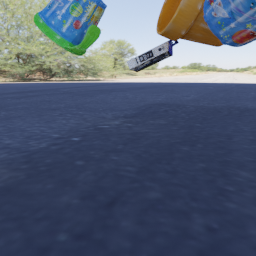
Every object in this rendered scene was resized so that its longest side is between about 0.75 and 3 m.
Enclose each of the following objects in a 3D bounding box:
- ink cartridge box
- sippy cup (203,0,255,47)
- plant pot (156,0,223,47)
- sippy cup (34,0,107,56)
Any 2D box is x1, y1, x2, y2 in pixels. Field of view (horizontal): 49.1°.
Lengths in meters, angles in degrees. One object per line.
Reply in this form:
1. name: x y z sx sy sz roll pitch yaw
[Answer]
1. ink cartridge box: 1.021 -2.744 10.669 2.011 0.394 1.000 -24 -4 19
2. sippy cup: 2.541 -2.591 5.481 1.933 2.462 1.804 0 -17 -31
3. plant pot: 2.376 -3.724 9.059 2.112 2.307 2.307 19 7 -14
4. sippy cup: -1.215 -2.568 6.369 1.761 1.290 1.383 42 19 0
